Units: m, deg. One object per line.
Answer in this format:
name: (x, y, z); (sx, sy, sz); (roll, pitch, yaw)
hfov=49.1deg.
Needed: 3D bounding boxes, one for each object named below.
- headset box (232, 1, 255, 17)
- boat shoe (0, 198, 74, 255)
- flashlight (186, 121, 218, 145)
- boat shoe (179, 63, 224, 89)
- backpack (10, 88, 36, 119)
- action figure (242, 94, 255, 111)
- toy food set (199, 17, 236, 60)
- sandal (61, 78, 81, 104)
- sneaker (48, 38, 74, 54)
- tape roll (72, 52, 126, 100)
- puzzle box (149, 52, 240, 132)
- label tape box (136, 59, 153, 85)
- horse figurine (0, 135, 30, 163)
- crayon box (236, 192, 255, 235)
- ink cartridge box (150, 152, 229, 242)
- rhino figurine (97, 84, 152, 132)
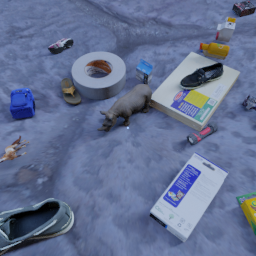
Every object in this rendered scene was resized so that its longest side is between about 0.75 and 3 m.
headset box: (5.253, -5.438, 12.773); (0.869, 0.326, 0.646); (-18, 56, -13)
boat shoe: (-2.839, 2.320, 6.667); (2.977, 0.920, 1.084); (-12, 55, -9)
flashlight: (2.301, 0.136, 8.641); (1.068, 0.361, 0.363); (-32, 60, -20)
boat shoe: (2.522, -1.808, 9.461); (1.681, 0.558, 0.628); (-15, 55, -11)
backpack: (-3.438, -0.898, 9.149); (0.771, 0.797, 0.949); (-4, 50, -12)
action figure: (4.441, -0.538, 9.067); (1.449, 0.503, 0.943); (35, 55, 19)
toy food set: (3.409, -3.419, 10.797); (1.027, 1.090, 2.282); (16, 58, 11)
sandal: (-2.034, -1.334, 9.715); (0.548, 0.368, 1.364); (-18, 56, -13)
sneaker: (-2.732, -3.315, 11.221); (1.071, 0.430, 0.462); (-28, 46, -28)
tape roll: (-1.020, -1.884, 9.964); (1.886, 0.623, 1.886); (1, 53, -1)
puzzle box: (2.337, -1.386, 9.743); (1.995, 0.381, 2.999); (31, 60, 20)
label tape box: (0.564, -1.973, 9.922); (0.574, 0.795, 0.252); (36, 61, 23)
horse figurine: (-3.308, 0.646, 8.126); (0.809, 0.305, 1.221); (-25, 26, -3)
crayon box: (3.549, 2.251, 7.051); (0.962, 0.395, 1.530); (-12, 54, -9)
ink cartridge box: (1.645, 1.743, 7.411); (1.105, 0.436, 2.222); (33, 62, 22)
rhino figurine: (-0.103, -0.601, 8.778); (2.297, 1.004, 0.687); (-36, 60, -24)
